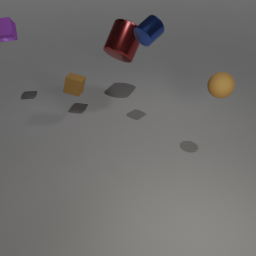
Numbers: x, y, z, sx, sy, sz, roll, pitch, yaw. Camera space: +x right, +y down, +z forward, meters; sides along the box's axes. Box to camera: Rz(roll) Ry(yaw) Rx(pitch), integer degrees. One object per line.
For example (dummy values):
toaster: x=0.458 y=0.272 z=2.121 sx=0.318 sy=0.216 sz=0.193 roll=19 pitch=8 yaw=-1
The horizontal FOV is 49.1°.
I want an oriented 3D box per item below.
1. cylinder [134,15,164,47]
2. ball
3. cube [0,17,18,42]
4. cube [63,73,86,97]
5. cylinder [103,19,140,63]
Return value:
cylinder: x=0.663 y=-3.056 z=8.807 sx=0.700 sy=0.700 sz=0.700 roll=-45 pitch=47 yaw=-16
ball: x=2.496 y=-1.148 z=7.517 sx=0.700 sy=0.700 sz=0.700 roll=0 pitch=30 yaw=0
cube: x=-4.888 y=-3.895 z=11.120 sx=0.700 sy=0.700 sz=0.700 roll=-9 pitch=1 yaw=-2
cube: x=-2.250 y=-1.838 z=11.823 sx=0.700 sy=0.700 sz=0.700 roll=16 pitch=27 yaw=0
cylinder: x=-0.202 y=-3.830 z=12.390 sx=1.400 sy=1.400 sz=1.400 roll=23 pitch=-1 yaw=1
